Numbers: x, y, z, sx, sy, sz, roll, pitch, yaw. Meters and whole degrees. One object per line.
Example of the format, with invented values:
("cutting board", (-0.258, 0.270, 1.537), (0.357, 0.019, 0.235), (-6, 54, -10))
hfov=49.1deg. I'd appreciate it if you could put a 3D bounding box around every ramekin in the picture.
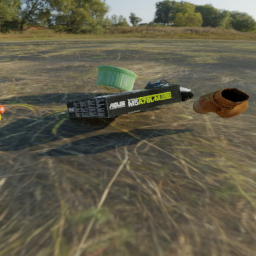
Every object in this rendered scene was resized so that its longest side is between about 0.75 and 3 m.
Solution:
("ramekin", (-0.542, -2.043, 12.115), (1.720, 0.840, 1.720), (12, -1, 0))

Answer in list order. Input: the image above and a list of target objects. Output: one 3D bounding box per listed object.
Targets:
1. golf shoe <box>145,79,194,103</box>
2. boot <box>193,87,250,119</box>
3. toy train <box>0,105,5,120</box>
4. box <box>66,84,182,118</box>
("golf shoe", (1.520, -1.495, 10.731), (2.010, 0.782, 0.950), (2, 65, 20))
("boot", (2.946, -0.784, 7.927), (1.873, 0.718, 1.454), (4, -12, -15))
("toy train", (-4.153, -0.194, 7.340), (1.864, 0.518, 1.400), (-44, 51, -4))
("box", (-0.207, -0.858, 9.151), (2.747, 0.676, 2.844), (-12, 8, -32))
